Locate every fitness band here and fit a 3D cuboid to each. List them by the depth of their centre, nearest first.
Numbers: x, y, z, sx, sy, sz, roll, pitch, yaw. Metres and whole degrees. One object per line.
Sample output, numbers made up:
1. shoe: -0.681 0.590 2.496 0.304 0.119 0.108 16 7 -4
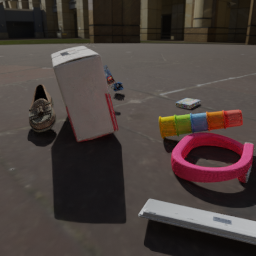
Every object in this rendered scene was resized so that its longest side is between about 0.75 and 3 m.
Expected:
1. fitness band: 1.710 0.545 5.664 1.487 0.387 2.070 10 21 25

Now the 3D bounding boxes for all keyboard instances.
1. keyboard: 1.270 1.299 3.767 2.201 0.117 0.620 8 4 17

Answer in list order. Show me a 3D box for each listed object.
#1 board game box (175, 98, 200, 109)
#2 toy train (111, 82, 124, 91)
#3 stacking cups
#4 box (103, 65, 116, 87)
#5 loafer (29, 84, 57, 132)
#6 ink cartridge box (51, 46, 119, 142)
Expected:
1. board game box: 2.123 -0.877 9.904 0.559 0.142 0.832 15 25 36
2. toy train: -0.433 -1.670 11.407 0.433 0.329 0.758 -15 2 12
3. stacking cups: 1.696 -0.155 6.645 1.889 0.572 0.572 -10 17 17
4. box: -1.117 -1.675 10.068 1.181 0.235 0.808 -28 55 4
5. loafer: -2.439 -0.602 7.778 0.746 0.652 2.075 -17 30 -7
6. ink cartridge box: -1.266 -1.073 7.610 1.144 1.966 2.699 -16 23 -8
